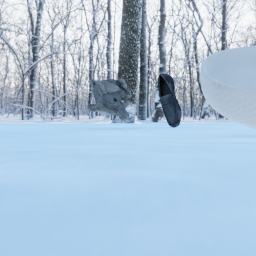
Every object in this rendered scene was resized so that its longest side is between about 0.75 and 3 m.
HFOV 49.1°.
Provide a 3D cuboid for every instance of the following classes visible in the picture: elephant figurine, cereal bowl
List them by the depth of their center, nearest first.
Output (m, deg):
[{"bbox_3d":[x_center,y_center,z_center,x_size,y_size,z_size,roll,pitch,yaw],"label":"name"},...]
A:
[{"bbox_3d":[2.041,-0.538,4.080,1.966,0.819,1.966,-3,32,2],"label":"cereal bowl"},{"bbox_3d":[-0.447,-0.656,6.211,1.048,0.955,1.350,-14,15,16],"label":"elephant figurine"}]

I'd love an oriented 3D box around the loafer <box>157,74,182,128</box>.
[{"bbox_3d":[1.074,-0.753,7.601,0.515,1.518,0.533,-19,-17,38],"label":"loafer"}]
